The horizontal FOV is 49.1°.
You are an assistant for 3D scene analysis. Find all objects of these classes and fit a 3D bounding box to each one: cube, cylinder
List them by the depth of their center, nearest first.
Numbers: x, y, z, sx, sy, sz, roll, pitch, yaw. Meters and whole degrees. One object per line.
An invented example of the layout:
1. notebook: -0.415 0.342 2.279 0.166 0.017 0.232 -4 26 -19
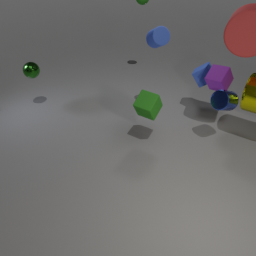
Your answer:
1. cylinder: 3.847 -3.115 8.894 1.400 1.400 1.400 13 34 19
2. cylinder: 3.331 -0.950 9.671 0.700 0.700 0.700 -2 27 -42
3. cube: 0.701 -0.798 9.765 0.700 0.700 0.700 22 72 27
4. cylinder: 4.917 -1.122 9.886 1.400 1.400 1.400 23 39 30
5. cube: 3.392 -1.838 10.406 0.700 0.700 0.700 23 76 40
6. cylinder: 1.124 -3.398 10.507 0.700 0.700 0.700 -11 11 -16
7. cube: 3.221 -2.248 11.820 0.700 0.700 0.700 -24 16 35

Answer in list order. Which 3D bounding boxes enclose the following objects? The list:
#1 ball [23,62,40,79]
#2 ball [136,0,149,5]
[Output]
1. ball: -4.120 -2.466 11.942 0.700 0.700 0.700 0 33 0
2. ball: 0.738 -6.632 14.220 0.700 0.700 0.700 0 33 0
